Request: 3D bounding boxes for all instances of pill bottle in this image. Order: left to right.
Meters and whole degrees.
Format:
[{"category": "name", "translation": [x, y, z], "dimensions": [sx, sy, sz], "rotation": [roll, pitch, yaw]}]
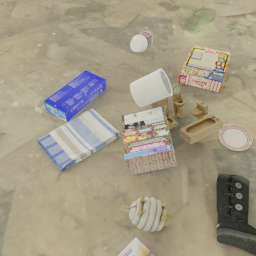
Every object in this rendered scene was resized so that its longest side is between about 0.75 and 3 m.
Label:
[{"category": "pill bottle", "translation": [0.579, -3.736, 12.195], "dimensions": [0.734, 0.734, 1.228], "rotation": [18, 35, 15]}]

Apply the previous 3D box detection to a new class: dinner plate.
[{"category": "dinner plate", "translation": [4.078, 0.370, 10.669], "dimensions": [1.232, 0.149, 1.232], "rotation": [-1, 55, 1]}]

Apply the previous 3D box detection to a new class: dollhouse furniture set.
[{"category": "dollhouse furniture set", "translation": [2.144, -0.709, 10.378], "dimensions": [1.858, 1.592, 1.954], "rotation": [-24, 38, -16]}]

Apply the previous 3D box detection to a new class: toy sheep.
[{"category": "toy sheep", "translation": [0.580, 2.503, 8.211], "dimensions": [1.576, 1.087, 1.087], "rotation": [19, 50, 1]}]

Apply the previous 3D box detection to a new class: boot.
[{"category": "boot", "translation": [3.574, 2.534, 8.491], "dimensions": [1.857, 0.740, 2.253], "rotation": [19, 40, 2]}]

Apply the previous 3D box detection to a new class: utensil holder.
[{"category": "utensil holder", "translation": [0.788, -1.333, 9.481], "dimensions": [1.155, 0.981, 0.981], "rotation": [-21, 43, 24]}]

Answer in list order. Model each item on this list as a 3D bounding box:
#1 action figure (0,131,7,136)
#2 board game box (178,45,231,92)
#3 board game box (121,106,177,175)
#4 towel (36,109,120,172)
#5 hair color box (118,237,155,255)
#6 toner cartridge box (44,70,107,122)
[{"category": "action figure", "translation": [-5.293, 0.359, 10.542], "dimensions": [0.930, 1.033, 1.388], "rotation": [40, 28, -23]}, {"category": "board game box", "translation": [3.697, -2.911, 13.357], "dimensions": [1.945, 0.595, 2.568], "rotation": [18, 51, 15]}, {"category": "board game box", "translation": [0.702, 0.405, 9.862], "dimensions": [1.619, 0.983, 2.030], "rotation": [-12, 48, 9]}, {"category": "towel", "translation": [-1.868, 0.339, 10.648], "dimensions": [2.641, 0.314, 1.940], "rotation": [-32, 55, -25]}, {"category": "hair color box", "translation": [0.507, 3.864, 7.329], "dimensions": [1.738, 0.563, 0.950], "rotation": [36, 57, 26]}, {"category": "toner cartridge box", "translation": [-2.197, -1.435, 12.059], "dimensions": [1.239, 0.563, 2.609], "rotation": [28, 53, 24]}]
